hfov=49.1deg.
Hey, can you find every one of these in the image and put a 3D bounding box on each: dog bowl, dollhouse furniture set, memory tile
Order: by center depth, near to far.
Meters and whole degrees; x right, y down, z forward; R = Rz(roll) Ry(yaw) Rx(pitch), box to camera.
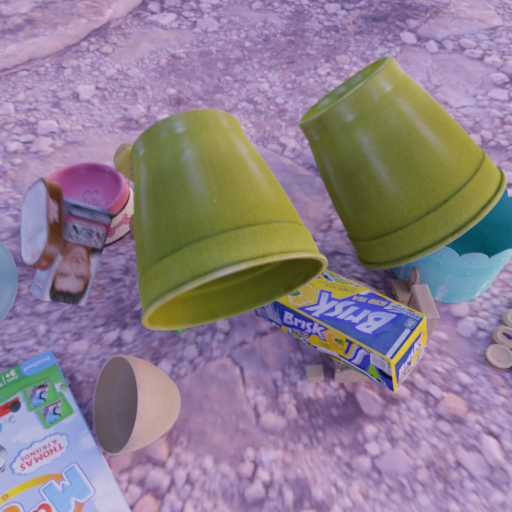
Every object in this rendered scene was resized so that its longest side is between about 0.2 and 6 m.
[{"bbox_3d":[1.826,1.058,9.501,2.146,1.048,1.830,-3,48,-3],"label":"dollhouse furniture set"},{"bbox_3d":[4.893,1.490,9.711,1.447,0.158,1.888,27,54,23],"label":"memory tile"},{"bbox_3d":[-3.533,-1.119,11.611,2.128,0.785,2.128,0,48,1],"label":"dog bowl"}]

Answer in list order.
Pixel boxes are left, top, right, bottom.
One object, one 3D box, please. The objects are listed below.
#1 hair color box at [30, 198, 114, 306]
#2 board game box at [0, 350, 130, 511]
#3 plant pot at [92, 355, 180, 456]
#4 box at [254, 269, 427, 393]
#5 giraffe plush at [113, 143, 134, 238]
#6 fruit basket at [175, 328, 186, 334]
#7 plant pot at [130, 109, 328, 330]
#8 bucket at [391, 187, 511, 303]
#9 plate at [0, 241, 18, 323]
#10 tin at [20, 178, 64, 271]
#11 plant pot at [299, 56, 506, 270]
[{"bbox_3d":[-3.234,-0.059,9.861,0.866,1.750,0.531,15,5,-45],"label":"hair color box"},{"bbox_3d":[-3.460,3.077,8.029,2.303,0.557,3.045,-26,54,-22],"label":"board game box"},{"bbox_3d":[-1.711,2.218,8.427,0.950,1.415,1.415,11,37,-39],"label":"plant pot"},{"bbox_3d":[1.269,0.980,9.213,2.912,0.936,1.020,26,59,36],"label":"box"},{"bbox_3d":[-1.652,-0.900,10.556,2.379,1.929,2.053,15,10,-13],"label":"giraffe plush"},{"bbox_3d":[-1.434,0.899,9.854,0.787,0.787,0.568,34,57,26],"label":"fruit basket"},{"bbox_3d":[-0.693,-0.604,8.246,2.718,2.718,2.617,-16,74,-14],"label":"plant pot"},{"bbox_3d":[3.616,-0.377,10.423,2.368,1.541,2.368,1,49,-1],"label":"bucket"},{"bbox_3d":[-5.481,0.404,9.821,2.427,0.310,2.427,10,64,-22],"label":"plate"},{"bbox_3d":[-3.531,-0.531,9.179,0.337,0.902,1.611,16,53,-44],"label":"tin"},{"bbox_3d":[2.307,-1.798,9.927,2.850,2.960,2.960,52,56,-14],"label":"plant pot"}]
